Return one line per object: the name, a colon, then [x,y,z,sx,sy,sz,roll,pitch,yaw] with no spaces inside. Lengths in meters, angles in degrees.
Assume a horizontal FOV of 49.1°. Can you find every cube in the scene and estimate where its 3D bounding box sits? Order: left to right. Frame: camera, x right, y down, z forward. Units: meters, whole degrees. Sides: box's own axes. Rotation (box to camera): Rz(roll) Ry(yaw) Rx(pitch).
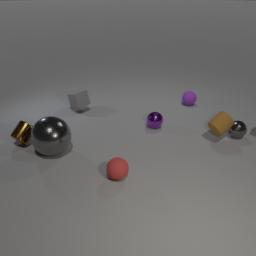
cube: [-2.288,-1.352,13.038,0.700,0.700,0.700,-28,24,-35]

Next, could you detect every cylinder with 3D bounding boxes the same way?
cylinder: [-3.913,0.183,10.485,0.700,0.700,0.700,17,69,29]
cylinder: [3.501,-0.163,10.583,0.700,0.700,0.700,-42,39,-5]

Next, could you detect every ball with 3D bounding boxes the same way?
ball: [-2.704,0.282,9.857,1.400,1.400,1.400,0,28,0]
ball: [-0.322,1.259,8.698,0.700,0.700,0.700,0,28,0]
ball: [1.126,-0.337,11.726,0.700,0.700,0.700,0,28,0]
ball: [3.031,-1.480,13.837,0.700,0.700,0.700,0,28,0]
ball: [4.296,0.049,10.996,0.700,0.700,0.700,0,28,0]
